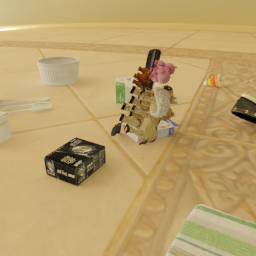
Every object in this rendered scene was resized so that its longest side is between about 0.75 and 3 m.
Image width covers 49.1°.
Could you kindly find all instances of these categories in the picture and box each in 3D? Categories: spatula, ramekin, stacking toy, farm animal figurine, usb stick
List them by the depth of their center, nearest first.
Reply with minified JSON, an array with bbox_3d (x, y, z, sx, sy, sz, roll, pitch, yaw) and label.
[{"bbox_3d":[0.816,-0.723,8.302,1.423,2.285,2.830,21,8,-12],"label":"farm animal figurine"},{"bbox_3d":[0.734,-1.665,10.382,0.416,2.552,0.708,13,3,-20],"label":"usb stick"},{"bbox_3d":[-4.714,-1.008,12.477,2.518,0.202,1.751,-8,28,-16],"label":"spatula"},{"bbox_3d":[4.621,-2.515,15.280,0.955,0.698,0.698,-5,20,34],"label":"stacking toy"},{"bbox_3d":[-3.872,-3.244,15.849,2.319,1.217,2.319,0,25,0],"label":"ramekin"}]

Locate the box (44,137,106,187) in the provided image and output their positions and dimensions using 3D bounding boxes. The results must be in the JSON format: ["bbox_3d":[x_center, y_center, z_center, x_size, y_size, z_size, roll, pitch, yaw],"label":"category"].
[{"bbox_3d":[-1.485,0.920,8.057,1.139,0.599,1.391,15,30,27],"label":"box"}]

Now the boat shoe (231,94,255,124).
[{"bbox_3d":[5.141,-0.202,10.116,2.906,0.911,1.063,37,1,34],"label":"boat shoe"}]

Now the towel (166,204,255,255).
[{"bbox_3d":[1.688,2.463,5.332,1.685,0.347,2.258,14,31,30],"label":"towel"}]

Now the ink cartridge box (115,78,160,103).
[{"bbox_3d":[0.426,-1.817,13.367,2.015,0.846,1.459,0,26,0],"label":"ink cartridge box"}]

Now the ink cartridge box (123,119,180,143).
[{"bbox_3d":[0.865,0.024,10.113,1.792,0.376,1.069,-14,26,-24],"label":"ink cartridge box"}]

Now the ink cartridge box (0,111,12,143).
[{"bbox_3d":[-4.828,-0.026,9.589,1.515,0.949,0.974,12,28,22],"label":"ink cartridge box"}]

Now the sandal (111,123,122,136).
[{"bbox_3d":[-0.431,0.022,9.770,0.229,0.407,1.070,12,10,12],"label":"sandal"}]
